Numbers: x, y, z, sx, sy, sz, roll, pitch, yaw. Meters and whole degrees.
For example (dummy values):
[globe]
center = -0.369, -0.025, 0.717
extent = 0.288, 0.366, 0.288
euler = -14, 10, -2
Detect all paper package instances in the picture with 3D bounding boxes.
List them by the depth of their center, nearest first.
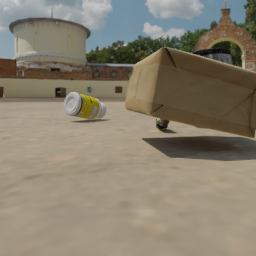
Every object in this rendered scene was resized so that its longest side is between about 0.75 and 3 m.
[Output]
[paper package]
center = 1.088, -0.608, 5.156
extent = 1.939, 1.052, 2.034
euler = 11, 3, -11

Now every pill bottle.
[pill bottle]
center = -1.513, -0.748, 10.225
extent = 0.840, 0.840, 1.510
euler = 5, -4, 38

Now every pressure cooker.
[pressure cooker]
center = 2.358, -1.215, 8.434
extent = 1.728, 1.965, 1.755
euler = -10, -4, 9

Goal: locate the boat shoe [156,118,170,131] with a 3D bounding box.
[boat shoe]
center = 0.857, -0.101, 7.151
extent = 0.358, 0.330, 1.003
euler = 22, -8, 1
